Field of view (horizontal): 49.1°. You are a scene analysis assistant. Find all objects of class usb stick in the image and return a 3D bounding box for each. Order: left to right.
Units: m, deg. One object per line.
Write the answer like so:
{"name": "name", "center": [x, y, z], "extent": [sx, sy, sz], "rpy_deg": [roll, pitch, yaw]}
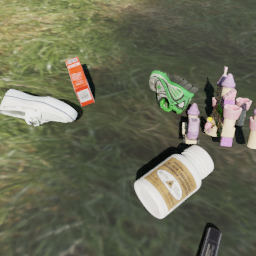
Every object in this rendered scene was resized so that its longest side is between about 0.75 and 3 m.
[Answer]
{"name": "usb stick", "center": [1.760, 2.762, 6.125], "extent": [0.350, 0.206, 1.261], "rpy_deg": [25, 49, 11]}

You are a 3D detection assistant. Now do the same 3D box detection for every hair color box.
{"name": "hair color box", "center": [-1.664, -1.625, 9.701], "extent": [0.505, 0.877, 1.581], "rpy_deg": [-22, 52, -4]}

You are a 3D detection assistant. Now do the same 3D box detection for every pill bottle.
{"name": "pill bottle", "center": [1.169, 1.247, 6.882], "extent": [1.854, 1.060, 1.060], "rpy_deg": [-32, 55, -21]}

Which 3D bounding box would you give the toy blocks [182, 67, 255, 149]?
{"name": "toy blocks", "center": [2.643, -0.656, 7.900], "extent": [2.108, 1.775, 1.970], "rpy_deg": [4, 26, 4]}

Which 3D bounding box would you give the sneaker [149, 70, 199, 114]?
{"name": "sneaker", "center": [1.195, -1.177, 8.985], "extent": [0.976, 1.065, 2.501], "rpy_deg": [28, 8, -21]}

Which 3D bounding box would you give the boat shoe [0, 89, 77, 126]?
{"name": "boat shoe", "center": [-2.857, -0.459, 8.812], "extent": [2.653, 0.976, 0.886], "rpy_deg": [14, 66, 23]}
